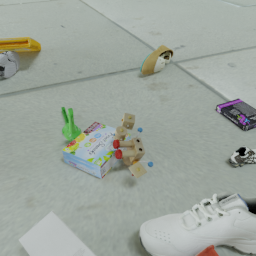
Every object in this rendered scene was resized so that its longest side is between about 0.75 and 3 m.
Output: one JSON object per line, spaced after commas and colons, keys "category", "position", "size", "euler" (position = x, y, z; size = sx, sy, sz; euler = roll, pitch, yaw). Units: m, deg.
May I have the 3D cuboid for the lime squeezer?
{"category": "lime squeezer", "position": [-1.735, -0.101, 8.083], "size": [0.507, 0.950, 2.689], "euler": [-30, 13, -11]}

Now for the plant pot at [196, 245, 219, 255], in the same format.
{"category": "plant pot", "position": [1.303, 2.632, 4.272], "size": [1.140, 1.140, 1.108], "euler": [-24, 51, -28]}

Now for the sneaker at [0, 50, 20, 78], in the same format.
{"category": "sneaker", "position": [-5.567, -2.347, 10.852], "size": [1.575, 1.029, 2.740], "euler": [15, 43, 15]}

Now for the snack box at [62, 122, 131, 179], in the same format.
{"category": "snack box", "position": [-0.788, 0.533, 7.464], "size": [1.235, 0.496, 1.464], "euler": [19, 42, 25]}

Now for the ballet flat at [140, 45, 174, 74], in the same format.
{"category": "ballet flat", "position": [1.317, -2.883, 11.780], "size": [0.797, 0.868, 2.528], "euler": [23, 42, 13]}

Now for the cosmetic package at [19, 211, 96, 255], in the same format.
{"category": "cosmetic package", "position": [-1.146, 2.216, 4.855], "size": [0.792, 0.624, 1.471], "euler": [-38, 40, -25]}

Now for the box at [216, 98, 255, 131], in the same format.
{"category": "box", "position": [3.649, -0.446, 8.996], "size": [0.967, 0.244, 1.353], "euler": [-16, 38, -20]}

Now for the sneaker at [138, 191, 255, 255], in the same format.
{"category": "sneaker", "position": [1.570, 1.723, 5.268], "size": [2.806, 1.222, 1.046], "euler": [-6, 33, -8]}

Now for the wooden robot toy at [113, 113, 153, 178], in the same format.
{"category": "wooden robot toy", "position": [-0.027, 0.582, 7.042], "size": [0.832, 0.857, 1.889], "euler": [-1, 53, -20]}

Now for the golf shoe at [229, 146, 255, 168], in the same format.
{"category": "golf shoe", "position": [3.137, 0.682, 7.282], "size": [1.053, 0.497, 0.409], "euler": [-16, 39, -22]}

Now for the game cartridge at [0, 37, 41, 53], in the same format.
{"category": "game cartridge", "position": [-5.216, -3.507, 12.092], "size": [2.514, 0.463, 2.851], "euler": [-6, 11, -8]}
